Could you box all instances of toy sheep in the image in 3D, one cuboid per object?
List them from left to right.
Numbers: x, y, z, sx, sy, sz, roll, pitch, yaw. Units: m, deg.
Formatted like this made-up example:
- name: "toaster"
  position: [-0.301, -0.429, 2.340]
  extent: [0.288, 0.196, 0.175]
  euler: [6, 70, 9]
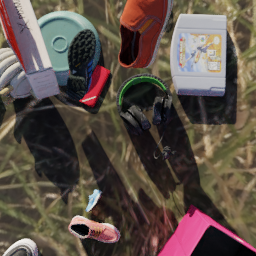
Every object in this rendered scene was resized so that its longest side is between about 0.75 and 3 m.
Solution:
- name: "toy sheep"
  position: [-3.375, -1.512, 8.199]
  extent: [2.142, 1.477, 1.477]
  euler: [43, 88, 3]

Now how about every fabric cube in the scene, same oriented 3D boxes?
- name: "fabric cube"
  position: [2.241, 3.695, 7.616]
  extent: [2.074, 2.107, 2.114]
  euler: [33, 88, 2]

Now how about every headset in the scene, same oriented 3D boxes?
- name: "headset"
  position: [0.638, -0.372, 8.201]
  extent: [1.689, 1.285, 2.736]
  euler: [-19, 76, 0]

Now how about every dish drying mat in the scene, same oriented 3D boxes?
- name: "dish drying mat"
  position: [-1.034, -1.318, 8.825]
  extent: [0.495, 0.117, 1.289]
  euler: [25, 88, 2]

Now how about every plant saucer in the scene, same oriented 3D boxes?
- name: "plant saucer"
  position: [-2.080, -2.556, 8.728]
  extent: [2.413, 0.434, 2.413]
  euler: [0, 87, 0]

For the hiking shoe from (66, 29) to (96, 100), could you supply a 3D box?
- name: "hiking shoe"
  position: [-1.206, -1.608, 7.174]
  extent: [0.663, 0.773, 1.783]
  euler: [14, 99, -1]

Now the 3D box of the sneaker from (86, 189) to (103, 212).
- name: "sneaker"
  position: [-1.092, 2.236, 8.634]
  extent: [0.337, 0.294, 0.750]
  euler: [29, 83, 19]

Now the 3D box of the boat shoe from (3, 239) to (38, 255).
- name: "boat shoe"
  position: [-3.800, 4.629, 8.124]
  extent: [1.040, 0.985, 2.974]
  euler: [42, 88, 2]

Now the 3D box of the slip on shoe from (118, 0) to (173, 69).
- name: "slip on shoe"
  position: [0.307, -2.543, 6.356]
  extent: [0.885, 2.893, 1.072]
  euler: [-26, 58, -29]

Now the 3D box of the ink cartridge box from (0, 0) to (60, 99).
- name: "ink cartridge box"
  position: [-2.323, -2.430, 6.066]
  extent: [0.635, 2.530, 2.915]
  euler: [-18, 77, -13]

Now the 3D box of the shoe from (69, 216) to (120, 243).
- name: "shoe"
  position: [-0.999, 3.103, 8.333]
  extent: [1.552, 0.706, 0.554]
  euler: [20, 88, 1]

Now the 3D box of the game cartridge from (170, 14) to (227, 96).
- name: "game cartridge"
  position: [2.172, -2.271, 8.709]
  extent: [1.677, 0.523, 2.518]
  euler: [2, 88, -4]
